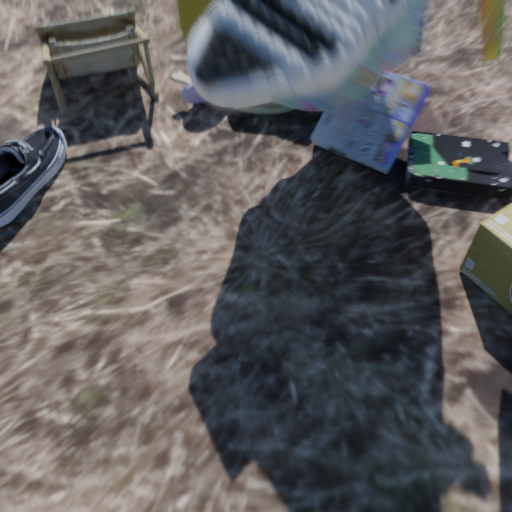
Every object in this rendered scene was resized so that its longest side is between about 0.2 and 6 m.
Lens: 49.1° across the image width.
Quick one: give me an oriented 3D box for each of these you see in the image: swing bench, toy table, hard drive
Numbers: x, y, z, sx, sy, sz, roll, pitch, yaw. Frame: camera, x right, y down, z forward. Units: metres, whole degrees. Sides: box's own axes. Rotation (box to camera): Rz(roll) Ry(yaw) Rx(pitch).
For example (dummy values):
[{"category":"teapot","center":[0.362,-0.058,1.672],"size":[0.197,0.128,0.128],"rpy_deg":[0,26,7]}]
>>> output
[{"category":"swing bench","center":[-3.091,-3.894,10.786],"size":[1.923,1.254,1.934],"rpy_deg":[-17,53,-13]},{"category":"toy table","center":[-1.089,-3.329,10.651],"size":[0.967,0.889,0.566],"rpy_deg":[-21,69,-36]},{"category":"hard drive","center":[3.414,-1.550,9.480],"size":[1.691,0.320,1.182],"rpy_deg":[9,52,6]}]

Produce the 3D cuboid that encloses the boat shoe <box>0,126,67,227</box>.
[{"category":"boat shoe","center":[-3.888,-1.507,9.150],"size":[0.817,0.772,2.277],"rpy_deg":[15,53,12]}]

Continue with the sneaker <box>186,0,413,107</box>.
[{"category":"sneaker","center":[0.494,-2.109,5.737],"size":[1.167,1.258,3.105],"rpy_deg":[45,54,10]}]

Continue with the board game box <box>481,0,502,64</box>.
[{"category":"board game box","center":[2.710,-3.010,6.423],"size":[0.230,1.534,0.733],"rpy_deg":[2,61,28]}]

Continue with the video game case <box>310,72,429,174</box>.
[{"category":"video game case","center":[1.954,-2.413,9.671],"size":[1.451,0.364,1.600],"rpy_deg":[27,88,21]}]

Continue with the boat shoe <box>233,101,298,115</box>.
[{"category":"boat shoe","center":[0.821,-3.305,10.486],"size":[2.808,0.923,1.003],"rpy_deg":[-3,52,-3]}]

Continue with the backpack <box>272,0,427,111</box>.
[{"category":"backpack","center":[0.870,-4.293,8.037],"size":[2.625,4.148,3.461],"rpy_deg":[-38,44,-20]}]

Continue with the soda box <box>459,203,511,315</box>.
[{"category":"soda box","center":[4.367,0.711,7.162],"size":[1.146,1.083,3.384],"rpy_deg":[-28,56,-21]}]

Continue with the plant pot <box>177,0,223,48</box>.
[{"category":"plant pot","center":[-0.380,-2.982,7.158],"size":[1.005,1.028,0.998],"rpy_deg":[-9,19,-35]}]
